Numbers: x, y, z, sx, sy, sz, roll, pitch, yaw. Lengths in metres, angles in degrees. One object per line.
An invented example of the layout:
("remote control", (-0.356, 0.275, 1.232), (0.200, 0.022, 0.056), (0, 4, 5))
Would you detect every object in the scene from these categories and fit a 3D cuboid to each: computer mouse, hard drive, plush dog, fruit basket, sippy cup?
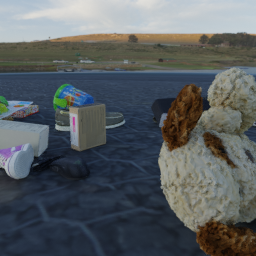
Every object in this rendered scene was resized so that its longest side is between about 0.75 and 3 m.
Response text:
("computer mouse", (-1.576, 0.892, 6.984), (1.495, 0.394, 1.035), (11, 17, 36))
("hard drive", (2.537, -0.645, 11.590), (2.889, 0.612, 1.949), (1, 29, -8))
("plush dog", (1.382, 0.658, 4.635), (2.380, 2.967, 2.548), (-30, -13, 31))
("fruit basket", (-5.682, -0.814, 11.211), (2.650, 1.341, 2.861), (3, 25, 10))
("sippy cup", (-2.436, -1.167, 13.110), (1.446, 1.550, 1.973), (18, 47, 22))

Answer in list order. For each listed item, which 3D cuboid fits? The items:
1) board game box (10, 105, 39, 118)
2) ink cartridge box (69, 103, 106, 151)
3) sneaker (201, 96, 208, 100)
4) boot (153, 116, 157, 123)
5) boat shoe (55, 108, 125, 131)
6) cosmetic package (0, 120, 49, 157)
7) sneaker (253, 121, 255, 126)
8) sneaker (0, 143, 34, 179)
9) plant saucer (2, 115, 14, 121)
("board game box", (-5.274, -0.847, 13.740), (1.151, 0.352, 1.520), (3, 15, 10))
("ink cartridge box", (-1.243, -0.057, 8.788), (0.500, 1.331, 1.097), (14, 19, 42))
("sneaker", (4.215, -1.284, 14.028), (1.442, 1.028, 2.907), (9, 21, 15))
("boot", (1.866, -0.509, 12.252), (1.153, 0.460, 1.269), (-7, 1, 36))
("boat shoe", (-1.472, -0.439, 11.201), (2.809, 0.840, 1.004), (-4, 15, -16))
("cosmetic package", (-3.478, 0.244, 8.245), (2.033, 0.743, 1.053), (8, 12, -1))
("sneaker", (6.093, -0.768, 11.033), (2.712, 1.559, 1.019), (7, 16, 26))
("sneaker", (-2.950, 0.868, 6.842), (1.011, 0.642, 1.772), (-8, 8, -9))
("plant saucer", (-5.864, -0.430, 12.318), (1.521, 0.269, 1.521), (0, 15, 0))
